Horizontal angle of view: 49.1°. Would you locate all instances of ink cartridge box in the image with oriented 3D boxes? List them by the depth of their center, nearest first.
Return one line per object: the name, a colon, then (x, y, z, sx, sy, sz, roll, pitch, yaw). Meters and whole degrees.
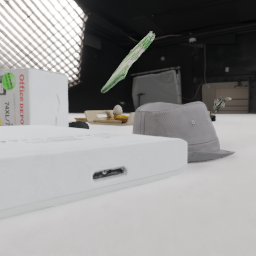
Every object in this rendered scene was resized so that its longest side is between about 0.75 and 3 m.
ink cartridge box: (-2.534, -0.565, 6.403, 1.913, 1.403, 1.397, 1, 3, 20)

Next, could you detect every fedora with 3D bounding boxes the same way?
fedora: (0.604, 0.005, 3.494, 1.474, 0.665, 1.303, -3, 5, -34)

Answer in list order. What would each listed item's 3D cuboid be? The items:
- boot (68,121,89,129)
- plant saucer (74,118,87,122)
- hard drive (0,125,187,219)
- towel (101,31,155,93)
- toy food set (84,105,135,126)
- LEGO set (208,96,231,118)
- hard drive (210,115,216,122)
boot: (-1.412, -0.040, 7.215, 0.821, 0.286, 0.540, 3, -1, -9)
plant saucer: (-2.012, -0.385, 13.038, 1.007, 0.178, 1.007, 0, 4, 0)
hard drive: (-0.978, 0.206, 2.819, 1.711, 0.341, 2.595, -3, 5, -42)
towel: (0.002, -1.840, 7.951, 0.211, 1.802, 1.375, 40, -27, -15)
toy food set: (-0.219, -0.524, 10.814, 2.460, 0.743, 1.765, 3, 5, 42)
LEGO set: (3.112, -0.776, 10.011, 0.368, 1.299, 0.843, 36, 37, -3)
hard drive: (3.308, -0.515, 13.846, 1.375, 0.324, 1.971, 0, 4, -5)
